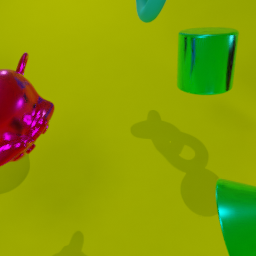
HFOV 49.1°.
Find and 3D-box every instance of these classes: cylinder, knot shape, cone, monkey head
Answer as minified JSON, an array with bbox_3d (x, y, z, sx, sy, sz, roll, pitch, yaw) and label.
[{"bbox_3d":[1.315,-1.148,4.728,0.950,0.950,0.950,-3,26,1],"label":"cylinder"},{"bbox_3d":[0.467,-2.918,5.180,2.007,1.878,0.927,37,52,19],"label":"knot shape"},{"bbox_3d":[1.874,1.066,3.206,1.303,1.298,1.298,-21,52,26],"label":"cone"},{"bbox_3d":[-1.673,-0.087,3.646,1.108,1.323,1.839,39,61,-6],"label":"monkey head"}]
